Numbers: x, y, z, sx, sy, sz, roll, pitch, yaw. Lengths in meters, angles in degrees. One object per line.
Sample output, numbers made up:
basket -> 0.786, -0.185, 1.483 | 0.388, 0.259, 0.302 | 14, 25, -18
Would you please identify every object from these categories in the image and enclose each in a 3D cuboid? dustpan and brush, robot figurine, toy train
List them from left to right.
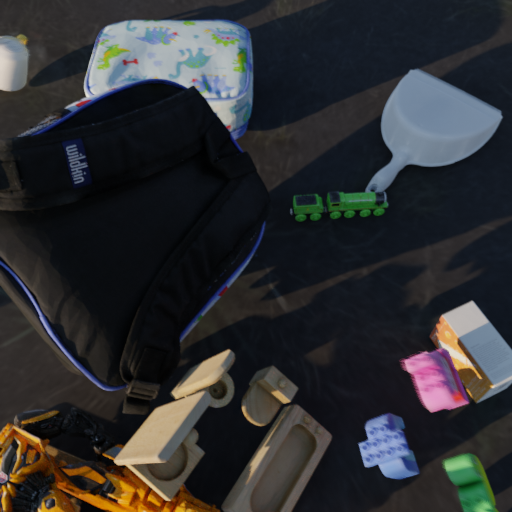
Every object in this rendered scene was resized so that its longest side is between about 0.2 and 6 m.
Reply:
robot figurine -> -2.125, 3.091, 6.653 | 3.131, 0.911, 2.270 | 22, 58, 8
toy train -> 1.449, -0.894, 9.684 | 1.724, 0.486, 0.360 | -5, 56, -3
dustpan and brush -> 2.959, -2.146, 10.449 | 2.083, 0.854, 2.984 | 36, 56, 19

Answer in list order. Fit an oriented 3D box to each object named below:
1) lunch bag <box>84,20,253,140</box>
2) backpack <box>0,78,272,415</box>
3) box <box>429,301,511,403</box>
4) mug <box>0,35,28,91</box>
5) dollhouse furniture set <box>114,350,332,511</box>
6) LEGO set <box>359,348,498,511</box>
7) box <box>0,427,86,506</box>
lunch bag -> -1.626, -3.362, 10.842 | 3.121, 1.287, 2.509 | -1, 56, -1
backpack -> -1.756, -0.476, 7.639 | 3.581, 3.760, 2.896 | -39, 24, -22
box -> 3.131, 1.373, 8.019 | 0.571, 0.728, 1.171 | -22, 59, -14
mug -> -5.040, -4.031, 11.334 | 0.841, 0.862, 1.051 | -4, 64, -35
dollhouse furniture set -> -0.017, 2.152, 6.384 | 2.060, 1.679, 1.959 | 43, 57, -6
LEGO set -> 1.922, 2.758, 6.295 | 1.353, 1.456, 3.547 | -30, 53, 25
box -> -2.978, 3.039, 7.253 | 1.465, 0.156, 1.198 | 18, 58, 11
